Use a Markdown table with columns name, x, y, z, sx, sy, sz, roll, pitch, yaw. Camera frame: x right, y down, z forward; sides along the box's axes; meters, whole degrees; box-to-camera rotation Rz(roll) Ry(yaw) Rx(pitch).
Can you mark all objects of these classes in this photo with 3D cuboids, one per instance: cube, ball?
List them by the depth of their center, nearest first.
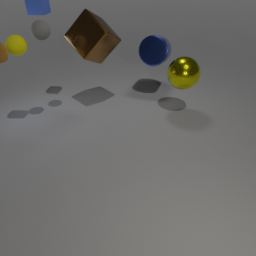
| name | x | y | z | sx | sy | sz | roll | pitch | yaw |
| --- | --- | --- | --- | --- | --- | --- | --- | --- | --- |
| ball | -3.908 | -2.896 | 9.811 | 0.700 | 0.700 | 0.700 | 0 | 31 | 0 |
| ball | -3.160 | -3.539 | 10.128 | 0.700 | 0.700 | 0.700 | 0 | 31 | 0 |
| cube | -3.507 | -4.810 | 10.893 | 0.700 | 0.700 | 0.700 | 3 | 31 | 9 |
| cube | -1.414 | -3.680 | 11.439 | 1.400 | 1.400 | 1.400 | 50 | 21 | 12 |
| ball | 2.386 | -2.344 | 11.982 | 1.400 | 1.400 | 1.400 | 0 | 31 | 0 |

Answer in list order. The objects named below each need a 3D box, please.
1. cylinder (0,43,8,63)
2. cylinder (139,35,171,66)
| name | x | y | z | sx | sy | sz | roll | pitch | yaw |
| --- | --- | --- | --- | --- | --- | --- | --- | --- | --- |
| cylinder | -4.679 | -2.563 | 9.730 | 0.700 | 0.700 | 0.700 | -10 | 28 | 17 |
| cylinder | 1.335 | -3.778 | 13.636 | 1.400 | 1.400 | 1.400 | 8 | 19 | 13 |
